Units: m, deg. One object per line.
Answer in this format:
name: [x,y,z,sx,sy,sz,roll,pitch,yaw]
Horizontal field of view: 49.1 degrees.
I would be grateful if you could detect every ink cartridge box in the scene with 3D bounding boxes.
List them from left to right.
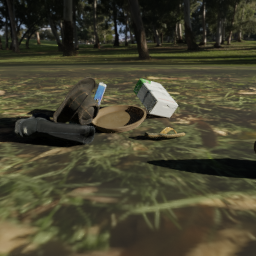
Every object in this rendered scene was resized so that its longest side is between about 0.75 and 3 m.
ink cartridge box: [0.901,-0.990,9.267,0.960,0.544,1.310,9,35,-35]

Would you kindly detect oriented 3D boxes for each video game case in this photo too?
video game case: [-0.985,-0.899,8.916,0.238,1.045,0.947,21,10,-8]

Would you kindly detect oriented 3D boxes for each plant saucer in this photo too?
plant saucer: [-0.274,-0.270,8.008,1.599,0.235,1.599,-5,27,3]

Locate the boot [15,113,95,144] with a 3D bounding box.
boot: [-1.625,-0.002,6.904,1.713,0.562,1.412,2,14,10]

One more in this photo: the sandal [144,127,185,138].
sandal: [0.902,0.111,6.876,0.998,0.270,0.401,2,-4,7]

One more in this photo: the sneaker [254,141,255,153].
sneaker: [2.855,0.512,4.916,1.725,0.608,0.652,14,-5,-11]

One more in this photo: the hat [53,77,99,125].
hat: [-1.172,-0.511,7.415,0.705,1.749,1.749,38,23,6]
